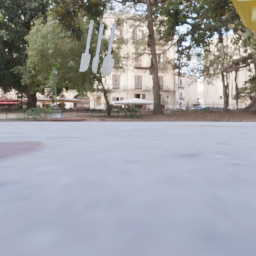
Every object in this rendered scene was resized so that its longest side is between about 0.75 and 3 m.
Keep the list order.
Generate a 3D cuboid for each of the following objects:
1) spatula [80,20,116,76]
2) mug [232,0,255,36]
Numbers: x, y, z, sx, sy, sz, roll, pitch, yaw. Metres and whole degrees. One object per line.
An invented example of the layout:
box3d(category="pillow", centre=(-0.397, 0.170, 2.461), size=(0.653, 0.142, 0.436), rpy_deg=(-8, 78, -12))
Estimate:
box3d(category="spatula", centre=(-0.806, -2.260, 7.919), size=(1.027, 1.477, 0.119), rpy_deg=(14, 6, 23))
box3d(category="mug", centre=(3.854, -3.635, 8.393), size=(1.531, 1.911, 1.569), rpy_deg=(35, -6, 42))
